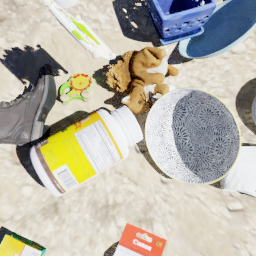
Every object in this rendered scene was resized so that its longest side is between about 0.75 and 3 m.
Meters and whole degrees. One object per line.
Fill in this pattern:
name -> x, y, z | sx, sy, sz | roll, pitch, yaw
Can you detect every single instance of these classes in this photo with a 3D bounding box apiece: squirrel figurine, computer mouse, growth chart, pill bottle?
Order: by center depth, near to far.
growth chart -> -0.878, -1.843, 5.360 | 0.185, 2.084, 1.508 | -43, 94, 14
pill bottle -> -0.983, 0.483, 7.064 | 2.613, 1.427, 1.427 | -29, 74, -10
squirrel figurine -> 0.267, -1.294, 7.905 | 1.846, 1.306, 1.723 | 21, 85, 25
computer mouse -> 1.029, -1.167, 8.260 | 0.762, 0.167, 0.418 | -5, 67, -2

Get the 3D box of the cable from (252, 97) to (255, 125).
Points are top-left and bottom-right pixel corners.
cable -> 4.630, -0.464, 7.722 | 2.174, 0.752, 2.173 | -27, 74, -8

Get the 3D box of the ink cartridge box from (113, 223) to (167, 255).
ink cartridge box -> 0.203, 3.192, 6.752 | 1.141, 0.400, 1.404 | 21, 77, 7

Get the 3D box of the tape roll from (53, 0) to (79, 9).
tape roll -> -2.148, -4.537, 9.259 | 1.136, 0.397, 1.136 | 0, 71, 0

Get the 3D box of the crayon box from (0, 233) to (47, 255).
crayon box -> -2.775, 3.481, 6.563 | 0.990, 0.486, 1.667 | 22, 73, 7

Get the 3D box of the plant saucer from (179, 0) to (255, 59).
plant saucer -> 2.679, -2.764, 8.049 | 0.490, 2.545, 2.545 | 45, 72, -32

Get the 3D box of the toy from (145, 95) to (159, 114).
toy -> 0.943, -0.535, 7.991 | 1.095, 0.259, 0.631 | 37, 66, 8

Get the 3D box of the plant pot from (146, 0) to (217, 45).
plant pot -> 1.438, -3.492, 8.309 | 1.616, 1.453, 1.616 | -18, 69, -3

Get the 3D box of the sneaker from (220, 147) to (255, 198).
sneaker -> 3.480, 1.156, 7.213 | 2.297, 0.846, 1.327 | -2, 74, 8

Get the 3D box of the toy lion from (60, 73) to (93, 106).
toy lion -> -1.506, -1.188, 8.231 | 0.975, 0.335, 0.935 | -10, 65, -3

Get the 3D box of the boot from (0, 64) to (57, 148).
boot -> -3.308, -0.603, 7.677 | 2.369, 0.942, 2.722 | 5, 74, 1

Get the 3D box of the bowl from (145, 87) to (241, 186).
bowl -> 1.742, 0.117, 7.115 | 2.413, 2.413, 1.133 | 50, 35, 14
